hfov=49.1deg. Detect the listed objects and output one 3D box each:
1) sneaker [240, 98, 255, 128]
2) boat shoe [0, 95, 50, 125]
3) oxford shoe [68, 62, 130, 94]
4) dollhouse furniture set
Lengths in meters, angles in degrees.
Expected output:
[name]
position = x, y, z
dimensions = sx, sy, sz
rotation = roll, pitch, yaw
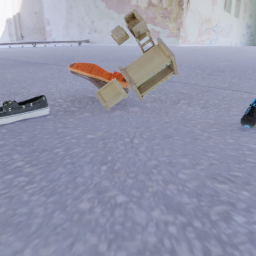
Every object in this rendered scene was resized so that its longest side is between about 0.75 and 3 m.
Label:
[sneaker]
position = 3.379, -0.417, 7.704
dimensions = 0.413, 0.462, 1.127
rotation = 14, 41, 27
[boat shoe]
position = -3.378, -0.550, 8.296
dimensions = 2.112, 0.598, 0.725
rotation = -16, 21, -38
[oxford shoe]
position = -1.133, -1.805, 10.762
dimensions = 2.479, 0.904, 0.884
rotation = 19, 39, 1
[dollhouse furniture set]
position = -0.086, -2.206, 9.858
dimensions = 2.748, 2.430, 1.528
rotation = -35, -20, 4
